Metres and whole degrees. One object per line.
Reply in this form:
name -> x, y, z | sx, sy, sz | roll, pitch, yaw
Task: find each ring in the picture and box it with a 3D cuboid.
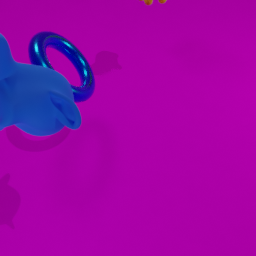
ring -> -1.352, -1.302, 5.960 | 0.340, 1.698, 1.698 | -31, 49, 28

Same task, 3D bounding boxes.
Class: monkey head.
monkey head -> -1.160, -0.512, 3.373 | 1.010, 1.206, 1.676 | -8, 27, -27

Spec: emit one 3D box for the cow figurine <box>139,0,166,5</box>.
cow figurine -> 0.628, -3.807, 6.891 | 0.777, 1.393, 1.415 | -13, 36, -13
